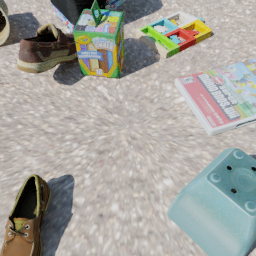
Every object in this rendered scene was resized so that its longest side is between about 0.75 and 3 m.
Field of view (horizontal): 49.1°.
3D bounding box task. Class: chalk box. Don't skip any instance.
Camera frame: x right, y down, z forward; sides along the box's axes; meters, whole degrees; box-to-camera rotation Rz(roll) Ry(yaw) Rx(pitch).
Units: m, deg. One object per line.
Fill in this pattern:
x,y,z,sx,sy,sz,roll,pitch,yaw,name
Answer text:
-0.739,-2.504,7.766,1.170,1.887,1.178,7,52,6,chalk box

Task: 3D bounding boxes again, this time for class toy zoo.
1.660,-3.255,9.408,2.398,0.245,1.573,-30,58,-21,toy zoo

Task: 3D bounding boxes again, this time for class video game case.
2.956,-0.953,7.596,2.806,0.245,2.006,-16,53,-12,video game case

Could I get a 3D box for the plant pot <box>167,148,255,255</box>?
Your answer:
1.815,1.276,4.988,1.552,1.585,1.556,-36,60,-24,plant pot

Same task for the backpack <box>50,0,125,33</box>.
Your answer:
-1.228,-4.715,9.593,2.609,1.755,2.382,-29,57,-20,backpack

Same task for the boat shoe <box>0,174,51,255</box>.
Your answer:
-1.937,1.831,5.105,0.737,0.696,2.047,-1,52,-1,boat shoe

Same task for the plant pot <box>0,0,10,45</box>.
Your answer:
-4.546,-3.646,9.042,1.612,1.612,1.476,-6,41,-5,plant pot

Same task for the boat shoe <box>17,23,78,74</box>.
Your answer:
-2.099,-2.430,7.890,1.009,1.007,2.797,17,33,15,boat shoe
